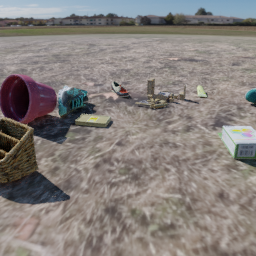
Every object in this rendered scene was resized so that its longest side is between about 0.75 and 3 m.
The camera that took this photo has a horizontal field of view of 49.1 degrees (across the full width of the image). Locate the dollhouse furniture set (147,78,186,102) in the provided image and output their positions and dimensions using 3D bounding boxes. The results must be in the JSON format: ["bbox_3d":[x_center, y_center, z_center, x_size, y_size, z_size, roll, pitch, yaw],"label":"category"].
[{"bbox_3d":[1.880,-1.925,14.261,1.946,0.861,1.009,12,26,24],"label":"dollhouse furniture set"}]

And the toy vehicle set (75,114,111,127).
[{"bbox_3d":[-1.409,-0.311,11.415,1.270,0.168,0.789,6,24,13],"label":"toy vehicle set"}]

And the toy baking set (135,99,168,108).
[{"bbox_3d":[1.148,-1.158,13.413,1.456,0.169,1.118,-13,24,-28],"label":"toy baking set"}]

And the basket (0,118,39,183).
[{"bbox_3d":[-3.538,0.573,7.835,1.773,1.321,1.265,18,27,38],"label":"basket"}]

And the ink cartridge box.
[{"bbox_3d":[3.775,0.341,9.430,0.983,0.561,1.893,0,24,1],"label":"ink cartridge box"}]

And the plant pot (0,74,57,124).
[{"bbox_3d":[-3.983,-1.182,11.552,1.932,1.932,1.729,14,11,28],"label":"plant pot"}]

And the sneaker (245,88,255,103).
[{"bbox_3d":[6.756,-1.417,13.140,2.289,0.817,0.914,4,19,5],"label":"sneaker"}]

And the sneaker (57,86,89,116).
[{"bbox_3d":[-2.434,-1.298,12.693,1.258,1.070,2.758,3,25,-3],"label":"sneaker"}]

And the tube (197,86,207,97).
[{"bbox_3d":[3.925,-1.922,14.983,0.363,0.325,1.251,-33,19,23],"label":"tube"}]

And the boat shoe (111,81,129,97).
[{"bbox_3d":[-0.443,-2.084,15.059,0.591,0.519,1.660,-9,26,-25],"label":"boat shoe"}]
